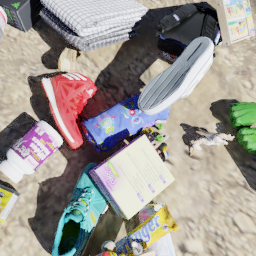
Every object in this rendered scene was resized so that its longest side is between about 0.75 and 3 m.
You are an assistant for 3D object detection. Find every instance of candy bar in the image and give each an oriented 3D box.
[{"bbox_3d":[0.060,2.806,6.675,2.553,0.283,0.636,-37,62,6],"label":"candy bar"}]

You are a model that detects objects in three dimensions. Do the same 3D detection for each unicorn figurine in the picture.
[{"bbox_3d":[2.411,0.383,8.146,0.811,1.180,0.436,6,55,-27],"label":"unicorn figurine"}]

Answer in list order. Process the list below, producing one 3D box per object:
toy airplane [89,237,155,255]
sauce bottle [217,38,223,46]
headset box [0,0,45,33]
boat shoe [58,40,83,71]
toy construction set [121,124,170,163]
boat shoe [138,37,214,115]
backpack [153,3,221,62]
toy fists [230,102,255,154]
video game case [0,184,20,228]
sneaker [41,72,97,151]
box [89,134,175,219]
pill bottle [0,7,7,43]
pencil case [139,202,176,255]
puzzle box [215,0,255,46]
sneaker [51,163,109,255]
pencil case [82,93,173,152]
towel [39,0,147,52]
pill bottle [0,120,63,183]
[{"bbox_3d":[-0.299,3.103,6.348,1.504,1.497,1.061,3,47,-28],"label":"toy airplane"},{"bbox_3d":[2.972,-3.412,10.208,0.358,0.358,1.106,-38,69,-17],"label":"sauce bottle"},{"bbox_3d":[-4.128,-4.887,10.566,2.225,1.032,1.937,28,67,13],"label":"headset box"},{"bbox_3d":[-1.839,-2.557,9.533,0.619,0.684,1.918,10,52,-1],"label":"boat shoe"},{"bbox_3d":[0.502,0.418,7.878,1.442,1.108,1.202,-15,64,-7],"label":"toy construction set"},{"bbox_3d":[1.478,-1.243,7.730,2.783,0.929,1.024,-45,47,-7],"label":"boat shoe"},{"bbox_3d":[2.147,-3.086,9.364,2.081,1.603,1.982,30,73,10],"label":"backpack"},{"bbox_3d":[3.602,-0.025,8.403,0.890,0.601,1.747,-5,62,-11],"label":"toy fists"},{"bbox_3d":[-4.670,2.334,7.348,2.715,0.346,2.453,19,65,10],"label":"video game case"},{"bbox_3d":[-1.532,-0.725,8.496,1.577,1.069,2.729,-24,67,-10],"label":"sneaker"},{"bbox_3d":[0.096,1.245,7.283,1.636,0.791,1.439,-35,91,-23],"label":"box"},{"bbox_3d":[-5.095,-2.888,9.288,1.527,1.527,2.759,1,63,1],"label":"pill bottle"},{"bbox_3d":[0.755,2.714,6.939,0.758,0.695,1.672,-23,61,27],"label":"pencil case"},{"bbox_3d":[3.652,-3.657,9.422,2.166,0.275,1.441,-29,108,-42],"label":"puzzle box"},{"bbox_3d":[-1.133,2.107,7.050,1.052,1.081,2.714,15,64,7],"label":"sneaker"},{"bbox_3d":[0.009,-0.221,8.239,2.640,1.030,1.147,-27,73,-13],"label":"pencil case"},{"bbox_3d":[-1.186,-3.858,9.674,2.915,1.248,2.414,-27,57,-33],"label":"towel"},{"bbox_3d":[-2.734,0.671,7.830,0.958,0.958,1.706,35,69,16],"label":"pill bottle"}]
